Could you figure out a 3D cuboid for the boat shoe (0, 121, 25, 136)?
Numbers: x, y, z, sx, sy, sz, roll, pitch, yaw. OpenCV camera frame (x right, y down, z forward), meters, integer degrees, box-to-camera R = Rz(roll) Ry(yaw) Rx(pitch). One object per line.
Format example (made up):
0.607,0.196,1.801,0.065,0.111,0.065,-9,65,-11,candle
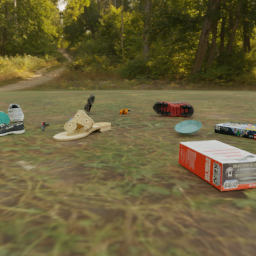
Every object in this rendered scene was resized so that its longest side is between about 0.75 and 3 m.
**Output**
-4.303,0.019,9.819,0.522,0.416,1.380,7,12,34,boat shoe

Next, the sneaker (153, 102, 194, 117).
2.410,-0.998,14.678,2.164,0.765,1.057,6,12,19,sneaker

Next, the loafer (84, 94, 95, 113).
-2.025,-1.335,15.297,0.426,1.185,0.373,-20,63,-44,loafer

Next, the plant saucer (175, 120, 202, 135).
2.083,0.007,9.651,0.913,0.164,0.913,-11,26,5,plant saucer

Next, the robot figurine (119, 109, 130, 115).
-0.198,-0.914,15.700,0.617,0.248,0.850,2,11,9,robot figurine

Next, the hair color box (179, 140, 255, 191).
1.811,0.685,5.649,0.946,0.545,1.707,-2,9,-14,hair color box

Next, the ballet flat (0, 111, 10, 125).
-5.229,-0.236,10.407,0.680,0.805,2.129,-8,7,7,ballet flat

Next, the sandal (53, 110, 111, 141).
-1.575,-0.208,9.803,0.966,0.866,2.633,7,12,35,sandal

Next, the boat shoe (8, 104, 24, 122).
-5.390,-0.787,13.486,0.732,0.747,2.098,-4,11,-24,boat shoe

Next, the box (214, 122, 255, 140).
4.051,0.073,9.820,1.110,0.306,1.625,-8,13,-38,box

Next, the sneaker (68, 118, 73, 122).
-2.274,-0.305,12.112,0.333,0.280,0.849,-13,0,22,sneaker

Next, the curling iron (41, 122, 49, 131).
-3.333,-0.086,11.159,0.324,0.167,1.307,-2,10,-12,curling iron
